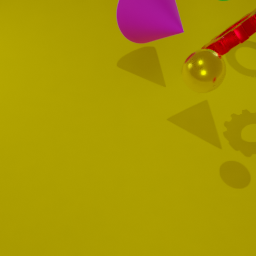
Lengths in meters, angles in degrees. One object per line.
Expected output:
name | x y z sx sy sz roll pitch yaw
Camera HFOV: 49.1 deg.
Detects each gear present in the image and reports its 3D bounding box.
gear | 2.275 -1.999 5.898 1.635 1.635 0.302 -39 98 -17

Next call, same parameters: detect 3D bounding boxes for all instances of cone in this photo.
cone | 0.730 -2.232 5.821 1.483 1.483 1.489 -26 44 -11

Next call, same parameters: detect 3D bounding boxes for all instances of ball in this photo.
ball | 1.378 -1.035 5.115 0.787 0.787 0.787 0 65 0
